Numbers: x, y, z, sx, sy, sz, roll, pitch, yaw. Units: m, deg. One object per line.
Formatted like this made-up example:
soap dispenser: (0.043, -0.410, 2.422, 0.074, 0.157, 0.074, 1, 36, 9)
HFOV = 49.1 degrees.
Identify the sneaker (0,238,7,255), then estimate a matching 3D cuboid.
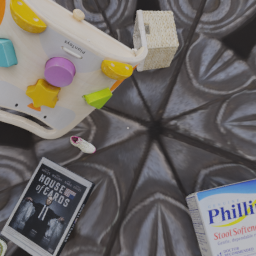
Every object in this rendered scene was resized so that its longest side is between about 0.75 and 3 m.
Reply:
sneaker: (-3.518, 3.347, 6.530, 0.609, 0.701, 1.583, 23, 74, 7)

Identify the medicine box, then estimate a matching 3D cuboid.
medicine box: (2.640, 2.401, 6.634, 1.893, 1.070, 2.079, -12, 73, -4)

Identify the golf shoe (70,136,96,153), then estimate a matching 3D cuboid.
golf shoe: (-1.245, 0.451, 7.627, 0.772, 0.353, 0.291, 25, 73, 6)

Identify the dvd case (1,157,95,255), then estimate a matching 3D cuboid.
dvd case: (-1.626, 1.649, 5.712, 1.321, 0.217, 1.758, 23, 80, 19)

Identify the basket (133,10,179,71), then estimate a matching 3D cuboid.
basket: (0.743, -2.492, 8.091, 1.035, 1.286, 1.275, -4, 73, -7)

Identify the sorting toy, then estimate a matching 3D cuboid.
sorting toy: (-1.475, -0.883, 5.149, 2.926, 2.634, 1.563, 24, 37, -27)
